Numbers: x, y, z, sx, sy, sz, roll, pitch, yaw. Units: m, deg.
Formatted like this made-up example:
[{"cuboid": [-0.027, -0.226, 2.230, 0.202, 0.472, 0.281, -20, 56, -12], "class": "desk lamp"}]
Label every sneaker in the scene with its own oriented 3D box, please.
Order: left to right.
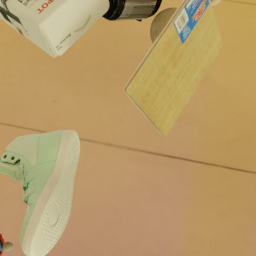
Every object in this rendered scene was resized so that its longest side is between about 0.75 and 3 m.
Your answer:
[{"cuboid": [-1.858, 1.130, 5.264, 1.500, 0.936, 2.543, -3, 45, 9], "class": "sneaker"}]

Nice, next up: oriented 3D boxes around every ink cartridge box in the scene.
[{"cuboid": [-2.136, -3.309, 6.655, 2.795, 1.161, 2.049, 36, 75, 15], "class": "ink cartridge box"}]

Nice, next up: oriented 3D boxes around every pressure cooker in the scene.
[{"cuboid": [0.112, -3.739, 7.647, 1.775, 1.586, 1.561, -16, 22, -29], "class": "pressure cooker"}]

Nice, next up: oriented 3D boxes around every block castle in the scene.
[{"cuboid": [-2.697, 1.269, 4.394, 1.169, 1.665, 2.491, -3, 98, 1], "class": "block castle"}]

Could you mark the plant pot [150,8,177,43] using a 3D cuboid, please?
[{"cuboid": [1.277, -2.508, 7.311, 1.259, 1.259, 1.345, -3, 20, -2], "class": "plant pot"}]

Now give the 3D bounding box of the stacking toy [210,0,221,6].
[{"cuboid": [1.497, -3.802, 6.682, 2.187, 0.934, 0.934, 12, 55, -41], "class": "stacking toy"}]

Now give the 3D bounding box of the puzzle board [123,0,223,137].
[{"cuboid": [1.164, -1.478, 6.406, 0.255, 2.210, 2.933, 26, 79, 37], "class": "puzzle board"}]
